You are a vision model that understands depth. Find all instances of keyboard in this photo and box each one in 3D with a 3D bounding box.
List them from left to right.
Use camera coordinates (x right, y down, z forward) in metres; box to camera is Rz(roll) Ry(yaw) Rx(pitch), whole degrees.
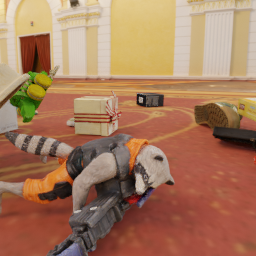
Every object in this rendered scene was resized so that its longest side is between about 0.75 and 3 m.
[{"bbox_3d":[3.127,0.436,5.778,2.875,0.570,1.496,7,-9,35],"label":"keyboard"}]

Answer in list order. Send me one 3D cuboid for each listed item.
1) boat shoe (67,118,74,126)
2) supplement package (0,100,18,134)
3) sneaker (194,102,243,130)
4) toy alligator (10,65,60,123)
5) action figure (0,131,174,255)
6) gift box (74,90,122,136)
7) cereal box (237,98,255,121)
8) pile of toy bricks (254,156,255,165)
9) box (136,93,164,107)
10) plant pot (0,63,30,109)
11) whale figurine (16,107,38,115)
[{"bbox_3d":[-1.439,-0.315,9.091,0.454,0.391,1.261,11,16,42],"label":"boat shoe"},{"bbox_3d":[-4.346,-0.382,7.287,1.732,1.233,2.224,3,13,19],"label":"supplement package"},{"bbox_3d":[2.877,-0.387,8.197,1.150,0.859,2.562,-6,9,-5],"label":"sneaker"},{"bbox_3d":[-2.315,-1.050,6.853,0.702,0.767,2.587,30,34,-19],"label":"toy alligator"},{"bbox_3d":[-0.567,0.556,3.241,2.140,1.157,2.212,-6,10,17],"label":"action figure"},{"bbox_3d":[-0.818,-0.440,7.799,1.137,1.217,1.123,4,17,11],"label":"gift box"},{"bbox_3d":[4.323,-0.444,6.994,2.501,0.494,1.800,-1,13,-2],"label":"cereal box"},{"bbox_3d":[2.586,0.617,4.386,0.649,0.730,1.315,-47,44,-17],"label":"pile of toy bricks"},{"bbox_3d":[1.071,-1.392,13.697,0.995,0.627,1.012,-6,13,-26],"label":"box"},{"bbox_3d":[-3.160,-0.722,4.213,2.377,2.175,2.377,-40,19,17],"label":"plant pot"},{"bbox_3d":[-3.996,-0.658,10.926,0.888,0.461,0.707,22,-1,-36],"label":"whale figurine"}]
